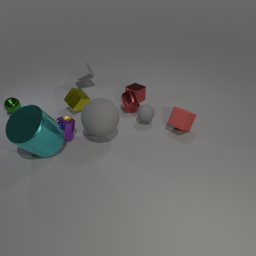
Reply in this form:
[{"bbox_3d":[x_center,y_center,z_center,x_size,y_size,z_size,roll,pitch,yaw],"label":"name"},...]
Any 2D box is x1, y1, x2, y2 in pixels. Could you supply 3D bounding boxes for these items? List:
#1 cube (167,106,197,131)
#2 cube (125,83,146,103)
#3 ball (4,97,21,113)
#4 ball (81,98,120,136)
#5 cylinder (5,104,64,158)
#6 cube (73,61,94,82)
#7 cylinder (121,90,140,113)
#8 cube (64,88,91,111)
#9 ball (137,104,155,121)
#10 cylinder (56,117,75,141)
[{"bbox_3d":[2.081,-0.352,10.804,0.700,0.700,0.700,30,14,37],"label":"cube"},{"bbox_3d":[0.351,-1.622,13.109,0.700,0.700,0.700,27,42,34],"label":"cube"},{"bbox_3d":[-5.012,-0.982,12.145,0.700,0.700,0.700,0,34,0],"label":"ball"},{"bbox_3d":[-1.005,-0.395,10.173,1.400,1.400,1.400,0,34,0],"label":"ball"},{"bbox_3d":[-3.084,0.131,9.416,1.400,1.400,1.400,-7,64,16],"label":"cylinder"},{"bbox_3d":[-2.203,-2.781,13.942,0.700,0.700,0.700,-24,-9,10],"label":"cube"},{"bbox_3d":[0.096,-1.151,12.186,0.700,0.700,0.700,-9,55,-13],"label":"cylinder"},{"bbox_3d":[-2.200,-1.234,12.135,0.700,0.700,0.700,48,22,18],"label":"cube"},{"bbox_3d":[0.728,-0.619,11.322,0.700,0.700,0.700,0,34,0],"label":"ball"},{"bbox_3d":[-2.359,0.016,10.505,0.700,0.700,0.700,9,20,-3],"label":"cylinder"}]
